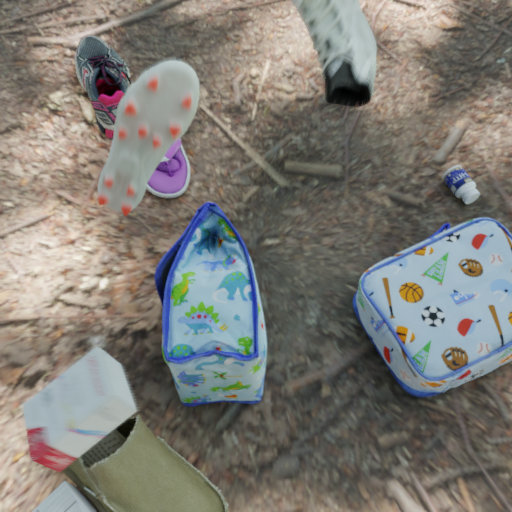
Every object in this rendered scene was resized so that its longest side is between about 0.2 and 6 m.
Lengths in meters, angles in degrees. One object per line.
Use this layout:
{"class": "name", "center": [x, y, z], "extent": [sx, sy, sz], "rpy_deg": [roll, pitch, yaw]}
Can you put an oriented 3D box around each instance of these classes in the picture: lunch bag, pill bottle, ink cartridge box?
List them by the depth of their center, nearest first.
{"class": "ink cartridge box", "center": [-2.208, 1.898, 6.980], "extent": [1.239, 0.513, 0.903], "rpy_deg": [-38, 42, 1]}
{"class": "lunch bag", "center": [-0.684, 0.809, 8.902], "extent": [1.669, 2.228, 2.620], "rpy_deg": [0, 60, -1]}
{"class": "lunch bag", "center": [3.384, 0.753, 9.570], "extent": [3.126, 1.181, 2.505], "rpy_deg": [-23, 60, -12]}
{"class": "pill bottle", "center": [4.134, -1.419, 11.259], "extent": [0.440, 0.440, 0.735], "rpy_deg": [-22, 62, -12]}

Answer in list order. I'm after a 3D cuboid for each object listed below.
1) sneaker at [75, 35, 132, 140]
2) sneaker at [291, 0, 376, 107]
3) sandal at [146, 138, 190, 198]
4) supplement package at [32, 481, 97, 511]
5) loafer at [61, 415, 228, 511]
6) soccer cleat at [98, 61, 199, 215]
{"class": "sneaker", "center": [-3.297, -3.962, 12.390], "extent": [1.171, 1.084, 2.904], "rpy_deg": [-21, 61, -12]}
{"class": "sneaker", "center": [1.299, -3.710, 9.100], "extent": [1.160, 3.075, 1.769], "rpy_deg": [-20, 49, 24]}
{"class": "sandal", "center": [-2.016, -2.370, 11.691], "extent": [1.084, 0.655, 2.664], "rpy_deg": [-9, 60, -5]}
{"class": "supplement package", "center": [-2.521, 3.937, 7.909], "extent": [1.213, 0.736, 0.727], "rpy_deg": [40, 67, 21]}
{"class": "loafer", "center": [-1.802, 3.104, 8.004], "extent": [3.423, 1.154, 1.302], "rpy_deg": [28, 45, 16]}
{"class": "soccer cleat", "center": [-1.678, -1.827, 8.415], "extent": [0.982, 2.835, 1.099], "rpy_deg": [25, 40, -16]}
